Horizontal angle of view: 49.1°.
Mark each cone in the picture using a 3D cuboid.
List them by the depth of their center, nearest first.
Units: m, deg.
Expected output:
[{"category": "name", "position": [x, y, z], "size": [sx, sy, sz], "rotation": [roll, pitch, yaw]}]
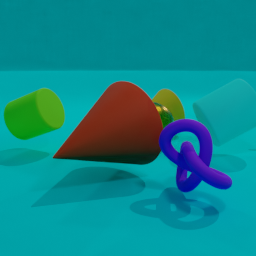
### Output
[{"category": "cone", "position": [-0.467, 0.159, 4.026], "size": [1.397, 1.391, 1.391], "rotation": [-24, 25, -39]}, {"category": "cone", "position": [0.573, -0.248, 6.961], "size": [1.189, 1.185, 1.185], "rotation": [-21, 21, -27]}]

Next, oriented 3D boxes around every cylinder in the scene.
[{"category": "cylinder", "position": [1.871, -0.284, 5.280], "size": [0.962, 0.962, 0.962], "rotation": [-29, 12, 4]}, {"category": "cylinder", "position": [-1.847, -0.266, 5.583], "size": [0.846, 0.846, 0.846], "rotation": [-18, 6, 21]}]

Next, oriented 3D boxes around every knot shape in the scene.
[{"category": "knot shape", "position": [0.823, 0.454, 3.672], "size": [0.485, 1.049, 0.982], "rotation": [-28, -20, -20]}]

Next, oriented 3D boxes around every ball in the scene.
[{"category": "ball", "position": [0.506, -0.066, 6.035], "size": [0.984, 0.984, 0.984], "rotation": [0, 13, 0]}]
